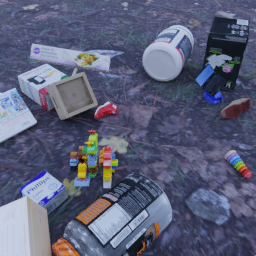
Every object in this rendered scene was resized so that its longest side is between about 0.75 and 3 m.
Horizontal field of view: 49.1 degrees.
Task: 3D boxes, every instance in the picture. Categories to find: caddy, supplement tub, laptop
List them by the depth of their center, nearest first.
[{"bbox_3d":[-0.346,2.554,7.038,2.798,1.714,1.714,-34,52,-31],"label":"supplement tub"},{"bbox_3d":[2.786,-1.601,9.384,0.823,0.425,0.730,43,94,19],"label":"laptop"},{"bbox_3d":[3.769,-1.452,12.366,0.463,0.623,0.882,-25,48,-17],"label":"caddy"},{"bbox_3d":[2.074,-3.768,13.929,1.951,1.951,2.780,17,45,18],"label":"supplement tub"}]

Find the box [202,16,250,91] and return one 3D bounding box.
[{"bbox_3d":[4.452,-3.429,13.002,1.668,2.684,1.993,13,43,14],"label":"box"}]

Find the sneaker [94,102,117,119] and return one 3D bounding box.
[{"bbox_3d":[-0.851,-0.683,11.640,0.658,0.446,1.139,21,47,23],"label":"sneaker"}]

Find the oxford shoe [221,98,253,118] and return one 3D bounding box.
[{"bbox_3d":[4.487,-0.830,11.848,1.618,0.570,0.605,-20,20,-20],"label":"oxford shoe"}]

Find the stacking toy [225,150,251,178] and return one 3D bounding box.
[{"bbox_3d":[3.791,1.261,9.521,0.446,0.446,1.045,-18,51,-19],"label":"stacking toy"}]

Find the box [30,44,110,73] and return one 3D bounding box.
[{"bbox_3d":[-1.548,-1.904,7.707,2.126,0.411,0.441,8,2,-4],"label":"box"}]

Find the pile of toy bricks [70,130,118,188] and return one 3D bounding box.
[{"bbox_3d":[-1.063,0.745,8.598,1.513,1.346,2.728,1,9,-2],"label":"pile of toy bricks"}]

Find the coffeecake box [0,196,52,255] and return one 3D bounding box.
[{"bbox_3d":[-3.182,3.116,6.252,2.744,1.002,2.106,-23,50,1],"label":"coffeecake box"}]

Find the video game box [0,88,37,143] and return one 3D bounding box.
[{"bbox_3d":[-4.704,-0.451,10.711,1.770,0.414,1.612,-34,96,-32],"label":"video game box"}]

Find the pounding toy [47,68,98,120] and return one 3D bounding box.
[{"bbox_3d":[-2.315,-1.503,11.544,1.707,1.855,1.319,-26,8,-26],"label":"pounding toy"}]

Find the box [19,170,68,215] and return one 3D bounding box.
[{"bbox_3d":[-2.562,1.996,8.542,1.065,0.559,0.979,28,48,28],"label":"box"}]

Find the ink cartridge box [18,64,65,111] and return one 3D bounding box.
[{"bbox_3d":[-3.626,-1.884,12.608,2.206,0.914,1.608,32,51,30],"label":"ink cartridge box"}]
